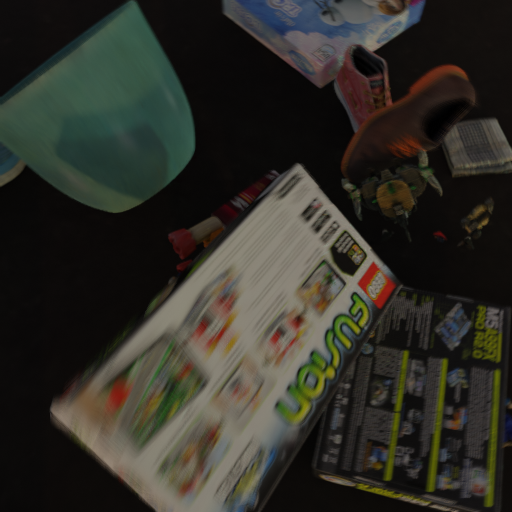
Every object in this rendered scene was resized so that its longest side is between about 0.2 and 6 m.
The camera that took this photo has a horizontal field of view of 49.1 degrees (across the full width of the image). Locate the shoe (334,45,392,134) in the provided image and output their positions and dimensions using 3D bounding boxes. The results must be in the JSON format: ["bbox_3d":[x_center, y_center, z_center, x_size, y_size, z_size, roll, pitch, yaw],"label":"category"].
[{"bbox_3d":[2.095,-2.763,10.069,0.758,0.965,2.122,-22,70,-12],"label":"shoe"}]

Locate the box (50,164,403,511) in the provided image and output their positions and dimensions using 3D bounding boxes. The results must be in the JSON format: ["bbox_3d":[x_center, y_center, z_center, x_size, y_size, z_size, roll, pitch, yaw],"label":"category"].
[{"bbox_3d":[-0.038,0.948,6.469,2.220,0.700,4.034,48,57,-9],"label":"box"}]

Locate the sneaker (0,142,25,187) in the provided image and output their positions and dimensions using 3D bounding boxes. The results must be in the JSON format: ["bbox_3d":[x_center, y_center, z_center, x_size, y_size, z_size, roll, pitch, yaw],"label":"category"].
[{"bbox_3d":[-5.200,-1.309,9.159,1.129,1.295,2.880,31,66,15],"label":"sneaker"}]

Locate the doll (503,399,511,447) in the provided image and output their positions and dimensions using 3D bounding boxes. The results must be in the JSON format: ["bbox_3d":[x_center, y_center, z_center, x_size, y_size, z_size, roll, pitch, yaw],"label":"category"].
[{"bbox_3d":[3.355,2.231,7.884,0.596,0.212,0.873,-12,63,-7],"label":"doll"}]

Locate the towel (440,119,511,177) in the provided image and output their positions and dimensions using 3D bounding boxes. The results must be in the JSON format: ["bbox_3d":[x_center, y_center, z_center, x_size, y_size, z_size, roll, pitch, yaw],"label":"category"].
[{"bbox_3d":[3.975,-1.983,10.145,1.163,0.209,1.208,-6,63,-3],"label":"towel"}]

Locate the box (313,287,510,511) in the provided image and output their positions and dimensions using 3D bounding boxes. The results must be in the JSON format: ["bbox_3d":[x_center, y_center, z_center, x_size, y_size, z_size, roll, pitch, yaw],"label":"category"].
[{"bbox_3d":[2.177,1.858,7.732,2.285,0.631,2.853,11,62,11],"label":"box"}]

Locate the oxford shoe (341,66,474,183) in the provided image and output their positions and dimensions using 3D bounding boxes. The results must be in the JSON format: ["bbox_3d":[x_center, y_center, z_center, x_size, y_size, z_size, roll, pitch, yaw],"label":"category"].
[{"bbox_3d":[2.350,-1.938,8.972,0.875,2.459,0.892,30,35,-27],"label":"oxford shoe"}]

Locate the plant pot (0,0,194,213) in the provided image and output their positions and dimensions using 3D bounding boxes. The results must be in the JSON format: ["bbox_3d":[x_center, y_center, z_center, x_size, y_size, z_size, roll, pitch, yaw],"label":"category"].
[{"bbox_3d":[-2.293,-2.046,8.570,2.812,2.256,2.812,-27,31,18],"label":"plant pot"}]

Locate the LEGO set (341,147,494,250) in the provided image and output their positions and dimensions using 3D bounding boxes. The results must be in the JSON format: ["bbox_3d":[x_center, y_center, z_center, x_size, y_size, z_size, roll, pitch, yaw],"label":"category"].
[{"bbox_3d":[2.542,-0.896,9.114,2.414,1.568,0.684,33,27,-10],"label":"LEGO set"}]

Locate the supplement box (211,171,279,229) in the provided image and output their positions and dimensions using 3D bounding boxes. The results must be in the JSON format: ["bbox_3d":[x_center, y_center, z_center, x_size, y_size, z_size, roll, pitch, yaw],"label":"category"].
[{"bbox_3d":[0.055,-0.672,9.053,0.839,0.469,1.541,40,55,15],"label":"supplement box"}]

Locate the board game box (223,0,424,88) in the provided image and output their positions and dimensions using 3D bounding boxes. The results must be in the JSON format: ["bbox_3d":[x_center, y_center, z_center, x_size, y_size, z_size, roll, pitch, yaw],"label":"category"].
[{"bbox_3d":[1.361,-5.189,11.609,2.945,0.642,2.959,-39,68,-17],"label":"board game box"}]

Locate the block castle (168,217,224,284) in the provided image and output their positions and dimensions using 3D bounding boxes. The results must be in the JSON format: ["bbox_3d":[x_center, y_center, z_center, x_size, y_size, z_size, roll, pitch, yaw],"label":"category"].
[{"bbox_3d":[-0.469,0.640,8.031,0.999,1.424,2.130,-31,68,-15],"label":"block castle"}]
